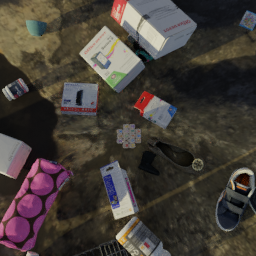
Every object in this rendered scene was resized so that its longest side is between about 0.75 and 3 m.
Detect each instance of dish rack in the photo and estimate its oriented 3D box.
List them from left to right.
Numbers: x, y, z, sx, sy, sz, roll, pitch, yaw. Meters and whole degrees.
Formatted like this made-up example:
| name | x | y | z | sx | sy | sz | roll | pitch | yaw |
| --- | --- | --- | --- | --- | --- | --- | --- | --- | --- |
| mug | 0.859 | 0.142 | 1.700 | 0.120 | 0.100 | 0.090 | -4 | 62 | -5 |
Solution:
| name | x | y | z | sx | sy | sz | roll | pitch | yaw |
| --- | --- | --- | --- | --- | --- | --- | --- | --- | --- |
| dish rack | -1.201 | 4.896 | 8.882 | 2.811 | 0.767 | 2.156 | -18 | 74 | -8 |

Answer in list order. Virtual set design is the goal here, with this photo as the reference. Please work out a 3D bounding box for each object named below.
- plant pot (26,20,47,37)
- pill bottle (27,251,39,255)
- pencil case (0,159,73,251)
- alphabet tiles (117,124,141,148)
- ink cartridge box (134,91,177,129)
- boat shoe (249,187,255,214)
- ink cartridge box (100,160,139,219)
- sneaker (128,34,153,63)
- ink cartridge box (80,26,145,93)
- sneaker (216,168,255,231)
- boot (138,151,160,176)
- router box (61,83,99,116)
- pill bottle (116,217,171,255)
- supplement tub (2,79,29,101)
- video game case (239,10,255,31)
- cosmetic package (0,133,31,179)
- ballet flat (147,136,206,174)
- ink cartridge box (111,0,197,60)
| name | x | y | z | sx | sy | sz | roll | pitch | yaw |
| --- | --- | --- | --- | --- | --- | --- | --- | --- | --- |
| plant pot | -3.877 | -4.205 | 11.884 | 0.852 | 0.852 | 0.574 | 5 | 102 | 2 |
| pill bottle | -3.257 | 4.590 | 9.056 | 0.539 | 0.539 | 1.034 | 15 | 73 | 5 |
| pencil case | -3.055 | 2.502 | 9.275 | 1.399 | 1.356 | 2.987 | 22 | 72 | 7 |
| alphabet tiles | 0.037 | 0.309 | 10.715 | 0.929 | 0.069 | 0.950 | 0 | 71 | 0 |
| ink cartridge box | 1.042 | -0.700 | 10.824 | 1.445 | 0.486 | 0.840 | 31 | 74 | 10 |
| boat shoe | 5.262 | 3.048 | 9.405 | 1.031 | 0.860 | 2.764 | -41 | 75 | -10 |
| ink cartridge box | -0.326 | 2.125 | 9.717 | 0.887 | 0.347 | 1.872 | -28 | 74 | 31 |
| sneaker | 0.414 | -3.225 | 11.618 | 1.493 | 0.624 | 0.902 | 36 | 66 | 10 |
| ink cartridge box | -0.624 | -2.689 | 11.067 | 1.527 | 0.920 | 2.102 | -44 | 74 | 7 |
| sneaker | 3.671 | 2.384 | 9.600 | 0.891 | 0.903 | 2.273 | 21 | 74 | 9 |
| boot | 0.847 | 1.276 | 10.277 | 0.885 | 0.327 | 0.725 | 21 | 70 | 8 |
| router box | -1.883 | -1.146 | 11.050 | 1.372 | 0.335 | 1.232 | 2 | 72 | 1 |
| pill bottle | 0.505 | 3.798 | 9.093 | 1.677 | 0.976 | 0.976 | 42 | 77 | 13 |
| supplement tub | -4.424 | -1.510 | 11.035 | 0.842 | 0.591 | 0.591 | -33 | 75 | -10 |
| video game case | 5.374 | -4.757 | 12.380 | 0.617 | 0.077 | 0.862 | 28 | 74 | 9 |
| cosmetic package | -4.930 | 0.783 | 10.064 | 2.384 | 1.011 | 1.283 | 17 | 71 | 7 |
| ballet flat | 1.753 | 0.959 | 10.219 | 2.333 | 0.541 | 0.786 | 29 | 80 | 9 |
| ink cartridge box | 1.023 | -4.369 | 11.358 | 2.072 | 1.170 | 2.824 | -32 | 73 | -33 |
